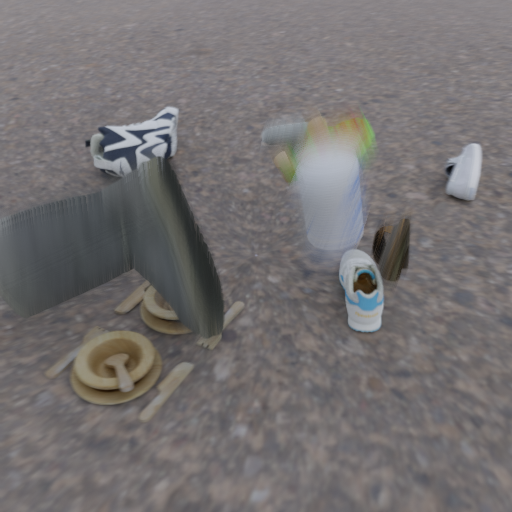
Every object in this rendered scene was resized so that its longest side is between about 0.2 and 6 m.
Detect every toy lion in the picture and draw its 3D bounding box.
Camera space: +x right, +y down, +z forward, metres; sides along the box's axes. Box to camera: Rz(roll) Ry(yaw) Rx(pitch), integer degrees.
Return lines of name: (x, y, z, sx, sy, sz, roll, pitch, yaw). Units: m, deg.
toy lion: (1.260, -1.874, 9.877, 1.517, 0.521, 1.454, -47, 37, -14)

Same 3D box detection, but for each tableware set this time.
tableware set: (-1.645, 1.088, 8.662, 1.930, 0.585, 2.920, 16, 38, 22)

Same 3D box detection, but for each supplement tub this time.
supplement tub: (1.080, -0.815, 8.085, 0.851, 1.289, 0.851, -8, 32, 5)

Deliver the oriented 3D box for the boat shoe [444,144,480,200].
boat shoe: (4.788, -2.001, 13.114, 0.737, 0.775, 2.151, 11, 46, 14)

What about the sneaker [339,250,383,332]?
sneaker: (1.825, 0.399, 9.504, 0.737, 0.778, 1.926, -1, 34, 1)

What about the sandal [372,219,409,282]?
sandal: (1.955, -0.084, 8.279, 0.536, 0.802, 1.963, 5, 17, 21)

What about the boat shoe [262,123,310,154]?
boat shoe: (0.707, -2.341, 11.305, 0.579, 0.521, 1.638, 0, 3, -40)

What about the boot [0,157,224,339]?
boot: (-2.224, 0.284, 7.994, 3.079, 2.799, 1.117, -23, -8, 11)

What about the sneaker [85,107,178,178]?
sneaker: (-3.063, -2.859, 13.776, 2.029, 1.244, 3.118, 8, 45, -3)
